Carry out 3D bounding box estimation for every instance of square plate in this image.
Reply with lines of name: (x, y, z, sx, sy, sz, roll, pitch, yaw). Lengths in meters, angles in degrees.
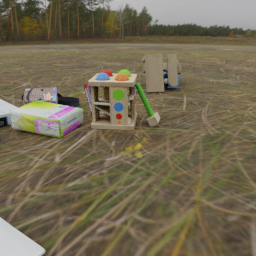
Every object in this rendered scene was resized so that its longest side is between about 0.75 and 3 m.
square plate: (-2.620, 2.170, 4.474, 1.851, 0.263, 1.833, 15, 26, 34)

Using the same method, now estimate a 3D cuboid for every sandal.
sandal: (-3.696, -1.498, 13.436, 2.946, 0.631, 1.120, 5, 22, 14)

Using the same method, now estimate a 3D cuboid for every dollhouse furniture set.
dollhouse furniture set: (1.963, -3.000, 16.819, 2.491, 2.134, 2.620, -2, -3, -11)

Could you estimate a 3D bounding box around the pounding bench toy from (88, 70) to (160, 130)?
pounding bench toy: (-0.036, -1.137, 10.591, 2.569, 2.004, 1.596, 2, 21, 6)

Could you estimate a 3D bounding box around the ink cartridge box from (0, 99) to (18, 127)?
ink cartridge box: (-5.505, -0.681, 11.486, 1.367, 0.539, 2.750, -19, 30, -40)

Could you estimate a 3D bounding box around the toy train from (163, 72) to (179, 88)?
toy train: (2.079, -2.945, 16.824, 1.305, 0.990, 2.284, 1, 16, -20)

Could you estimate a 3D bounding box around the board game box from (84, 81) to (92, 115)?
board game box: (-1.531, -1.209, 11.520, 0.127, 1.303, 0.671, -15, -2, -23)

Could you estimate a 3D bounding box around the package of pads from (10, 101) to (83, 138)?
package of pads: (-2.972, -0.361, 10.291, 2.154, 0.735, 1.664, 10, 23, 17)

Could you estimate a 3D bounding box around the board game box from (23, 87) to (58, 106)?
board game box: (-3.776, -1.186, 12.169, 1.350, 0.654, 1.076, -4, 41, -11)
